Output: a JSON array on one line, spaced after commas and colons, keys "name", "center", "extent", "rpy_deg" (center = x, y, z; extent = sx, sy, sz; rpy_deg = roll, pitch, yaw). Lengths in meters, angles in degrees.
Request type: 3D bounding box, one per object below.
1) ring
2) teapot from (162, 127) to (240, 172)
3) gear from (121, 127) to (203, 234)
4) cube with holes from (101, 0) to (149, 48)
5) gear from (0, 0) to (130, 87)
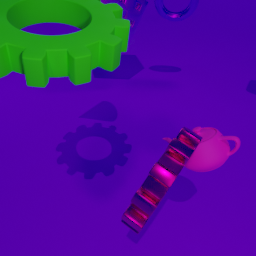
[{"name": "ring", "center": [1.292, -3.406, 7.446], "extent": [1.184, 1.184, 0.237], "rpy_deg": [4, 49, 5]}, {"name": "teapot", "center": [0.949, 0.239, 3.711], "extent": [1.077, 0.527, 0.669], "rpy_deg": [-7, 22, 41]}, {"name": "gear", "center": [0.373, 0.553, 3.030], "extent": [0.225, 1.215, 1.215], "rpy_deg": [34, 46, 13]}, {"name": "cube with holes", "center": [-0.460, -3.355, 8.116], "extent": [1.349, 1.349, 1.349], "rpy_deg": [17, 24, -23]}, {"name": "gear", "center": [-0.880, -1.148, 3.222], "extent": [1.756, 0.325, 1.756], "rpy_deg": [5, 46, -5]}]
